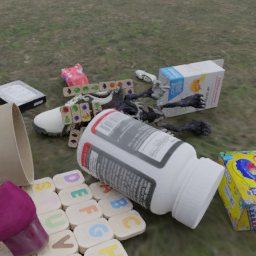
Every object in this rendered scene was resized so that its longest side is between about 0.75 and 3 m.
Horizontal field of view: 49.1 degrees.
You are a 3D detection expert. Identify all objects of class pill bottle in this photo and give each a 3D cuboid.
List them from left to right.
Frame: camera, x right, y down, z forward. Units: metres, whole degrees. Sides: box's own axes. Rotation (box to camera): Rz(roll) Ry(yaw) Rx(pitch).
[{"bbox_3d":[0.431,0.792,5.834,2.725,1.552,1.552,26,44,25],"label":"pill bottle"}]

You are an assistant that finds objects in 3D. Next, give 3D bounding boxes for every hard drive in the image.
[{"bbox_3d":[-3.732,-1.094,9.488,1.662,0.315,1.161,28,41,33],"label":"hard drive"}]

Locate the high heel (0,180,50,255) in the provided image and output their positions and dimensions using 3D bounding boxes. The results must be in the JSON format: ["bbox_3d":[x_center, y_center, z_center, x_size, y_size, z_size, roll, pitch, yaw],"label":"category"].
[{"bbox_3d":[-2.783,1.688,4.483,2.821,1.356,0.951,-19,26,-1],"label":"high heel"}]

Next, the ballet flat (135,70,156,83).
[{"bbox_3d":[0.635,-1.972,10.760,0.944,0.328,0.328,24,42,23],"label":"ballet flat"}]

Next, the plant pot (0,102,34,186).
[{"bbox_3d":[-3.112,0.509,5.736,1.908,1.787,1.787,-12,38,-12],"label":"plant pot"}]

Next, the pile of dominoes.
[{"bbox_3d":[-0.725,-0.414,7.575,2.092,1.630,0.333,-10,4,-14],"label":"pile of dominoes"}]

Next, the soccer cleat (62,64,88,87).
[{"bbox_3d":[-1.863,-1.700,10.078,0.808,0.926,2.422,-22,24,-9],"label":"soccer cleat"}]

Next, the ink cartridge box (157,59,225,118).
[{"bbox_3d":[2.161,-1.291,8.900,2.349,1.352,0.797,-13,39,-16],"label":"ink cartridge box"}]

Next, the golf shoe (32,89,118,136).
[{"bbox_3d":[-1.456,-0.573,8.118,2.691,1.185,1.039,-13,39,-15],"label":"golf shoe"}]

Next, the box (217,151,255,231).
[{"bbox_3d":[2.725,1.253,5.857,1.370,0.868,1.423,-2,37,-4],"label":"box"}]

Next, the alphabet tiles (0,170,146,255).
[{"bbox_3d":[-1.164,1.760,5.370,2.705,0.202,2.765,-11,31,-24],"label":"alphabet tiles"}]

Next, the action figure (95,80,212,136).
[{"bbox_3d":[0.718,-0.348,7.346,2.974,1.768,1.518,-5,0,-18],"label":"action figure"}]
